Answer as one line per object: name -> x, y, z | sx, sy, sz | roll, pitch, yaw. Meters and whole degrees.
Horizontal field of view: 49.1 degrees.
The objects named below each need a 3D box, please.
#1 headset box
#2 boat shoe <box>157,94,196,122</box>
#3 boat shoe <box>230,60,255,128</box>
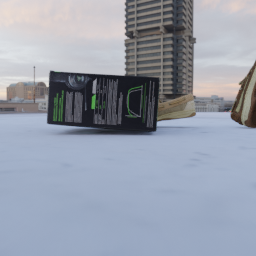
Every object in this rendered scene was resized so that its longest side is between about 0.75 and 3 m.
headset box -> -0.570, -0.616, 6.968 | 2.567, 1.191, 2.235 | 4, 3, 4
boat shoe -> 0.847, -0.574, 8.612 | 2.361, 0.762, 0.841 | -8, 6, 10
boat shoe -> 3.670, -1.344, 8.194 | 0.963, 2.608, 0.965 | 21, 2, -31
